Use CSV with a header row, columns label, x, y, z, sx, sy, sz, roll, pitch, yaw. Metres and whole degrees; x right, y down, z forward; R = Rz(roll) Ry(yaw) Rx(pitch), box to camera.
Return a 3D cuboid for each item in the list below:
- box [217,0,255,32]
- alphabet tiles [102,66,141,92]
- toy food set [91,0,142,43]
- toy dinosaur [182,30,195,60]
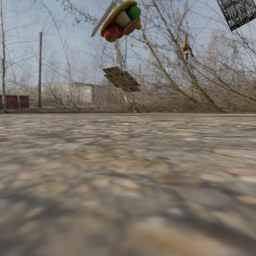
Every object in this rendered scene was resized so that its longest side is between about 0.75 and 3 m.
label,x,y,z,sx,sy,sz,roll,pitch,yaw
box,3.293,-3.599,8.400,0.885,1.105,0.241,-26,-23,26
alphabet tiles,-0.202,-1.424,8.285,1.090,0.041,1.310,41,-17,-30
toy food set,-0.128,-3.120,8.608,1.374,0.763,2.335,-45,2,31
toy dinosaur,2.155,-2.989,10.414,0.461,0.810,1.525,-21,1,11
